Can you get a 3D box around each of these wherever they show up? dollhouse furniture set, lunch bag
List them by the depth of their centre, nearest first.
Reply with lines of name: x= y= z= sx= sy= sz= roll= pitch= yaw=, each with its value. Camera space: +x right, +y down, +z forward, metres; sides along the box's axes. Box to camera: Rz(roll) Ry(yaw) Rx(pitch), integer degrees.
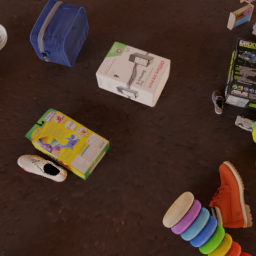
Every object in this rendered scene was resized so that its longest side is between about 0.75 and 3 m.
lunch bag: x=-2.739 y=-3.629 z=10.922 sx=1.595 sy=1.638 sz=2.411 roll=17 pitch=68 yaw=8
dollhouse furniture set: x=5.091 y=-4.402 z=11.343 sx=1.048 sy=1.517 sz=1.607 roll=-29 pitch=58 yaw=-12

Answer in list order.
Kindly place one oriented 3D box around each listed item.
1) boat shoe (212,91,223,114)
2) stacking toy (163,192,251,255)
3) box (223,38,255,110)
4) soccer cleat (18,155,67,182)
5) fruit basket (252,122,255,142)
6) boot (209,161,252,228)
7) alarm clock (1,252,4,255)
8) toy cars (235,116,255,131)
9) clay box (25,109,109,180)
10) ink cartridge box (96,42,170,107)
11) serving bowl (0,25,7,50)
boat shoe: x=3.398 y=-1.022 z=10.446 sx=0.346 sy=0.346 sz=0.957 roll=-4 pitch=66 yaw=-2
stacking toy: x=2.498 y=3.254 z=8.160 sx=2.940 sy=1.255 sz=1.255 roll=40 pitch=71 yaw=9
box: x=5.292 y=-1.907 z=10.671 sx=2.824 sy=0.671 sz=2.727 roll=15 pitch=65 yaw=6
soccer cleat: x=-2.839 y=1.256 z=9.187 sx=1.771 sy=0.754 sz=0.608 roll=21 pitch=67 yaw=9
fruit basket: x=4.635 y=0.355 z=9.265 sx=1.832 sy=1.321 sz=1.832 roll=5 pitch=69 yaw=-14
boot: x=3.057 y=2.088 z=8.838 sx=1.116 sy=0.781 sz=2.081 roll=-8 pitch=67 yaw=2
alarm clock: x=-3.659 y=4.645 z=7.696 sx=1.362 sy=0.672 sz=2.020 roll=30 pitch=67 yaw=12
toy cars: x=4.659 y=-0.214 z=10.097 sx=1.609 sy=0.356 sz=0.721 roll=-13 pitch=61 yaw=-3
clay box: x=-2.072 y=0.485 z=9.598 sx=2.509 sy=0.597 sz=1.442 roll=30 pitch=65 yaw=14
ink cartridge box: x=0.231 y=-2.026 z=10.514 sx=2.296 sy=0.965 sz=1.671 roll=21 pitch=67 yaw=12
serving bowl: x=-5.691 y=-3.618 z=11.546 sx=1.502 sy=0.494 sz=1.502 roll=0 pitch=66 yaw=-1
